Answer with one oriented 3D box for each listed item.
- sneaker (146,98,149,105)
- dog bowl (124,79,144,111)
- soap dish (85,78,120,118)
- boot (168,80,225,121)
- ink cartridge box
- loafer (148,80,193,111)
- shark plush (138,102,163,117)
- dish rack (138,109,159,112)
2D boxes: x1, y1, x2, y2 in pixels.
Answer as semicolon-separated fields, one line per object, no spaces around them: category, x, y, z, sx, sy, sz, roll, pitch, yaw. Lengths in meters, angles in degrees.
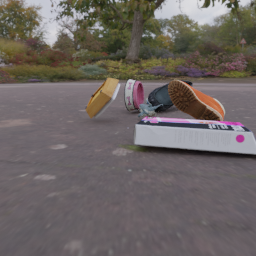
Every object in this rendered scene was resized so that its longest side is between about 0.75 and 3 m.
sneaker;0.967;-1.135;12.448;0.309;0.311;0.859;-36;-9;7
dog bowl;0.271;-1.257;10.786;0.458;1.242;1.242;2;11;19
soap dish;-0.800;-0.941;8.688;0.484;1.192;0.938;35;42;-17
boot;1.798;-0.688;7.291;1.665;0.625;0.893;43;40;9
ink cartridge box;1.581;0.138;5.703;2.755;0.511;1.304;6;9;12
loafer;1.796;-1.455;11.547;1.024;0.990;2.917;-37;-6;38
shark plush;0.671;-0.617;8.919;0.521;0.478;1.148;0;-5;-18
dish rack;0.806;-0.822;11.422;0.844;0.184;0.724;3;16;-3
